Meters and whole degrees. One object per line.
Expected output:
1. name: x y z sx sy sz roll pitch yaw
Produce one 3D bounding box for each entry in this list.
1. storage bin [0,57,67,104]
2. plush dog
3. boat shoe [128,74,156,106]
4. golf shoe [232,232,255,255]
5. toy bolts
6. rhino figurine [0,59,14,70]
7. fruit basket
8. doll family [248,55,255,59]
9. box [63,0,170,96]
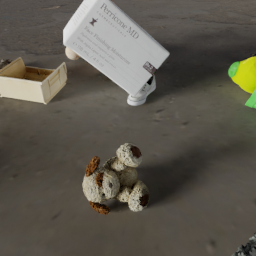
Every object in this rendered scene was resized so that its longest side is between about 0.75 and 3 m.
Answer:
1. storage bin: -3.145 -1.648 9.321 1.720 0.806 1.708 9 38 12
2. plush dog: -0.350 1.039 5.590 1.172 1.365 1.095 -12 4 -31
3. boat shoe: 0.479 -1.273 9.045 0.574 0.524 1.596 21 41 26
4. golf shoe: 1.834 2.435 3.787 1.310 1.078 2.773 36 56 25
5. toy bolts: -1.382 -3.577 11.010 2.474 2.363 1.716 -2 39 29
6. rhino figurine: -4.662 -2.228 10.396 0.668 0.457 1.528 8 34 -4
7. fruit basket: 4.491 -1.682 8.692 2.716 1.959 2.716 7 49 -9
8. doll family: 5.151 -2.685 11.049 1.126 0.442 0.651 12 43 20
9. box: -0.484 -2.701 8.709 2.573 1.690 2.587 34 15 -26
